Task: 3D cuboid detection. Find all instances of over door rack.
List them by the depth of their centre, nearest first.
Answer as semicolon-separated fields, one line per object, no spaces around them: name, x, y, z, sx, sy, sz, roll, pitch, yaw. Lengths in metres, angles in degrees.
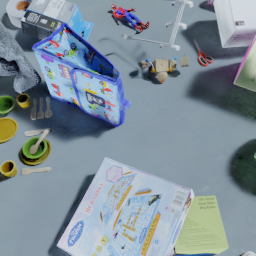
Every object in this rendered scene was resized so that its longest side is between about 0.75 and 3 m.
over door rack;1.022;-3.738;9.833;2.217;0.738;1.638;19;99;21

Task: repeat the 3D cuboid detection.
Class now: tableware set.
tableware set;-3.376;0.099;8.634;1.992;0.454;2.957;-7;58;-4

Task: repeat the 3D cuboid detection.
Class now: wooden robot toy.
wooden robot toy;1.271;-2.030;9.992;1.853;0.816;0.841;-5;93;-4

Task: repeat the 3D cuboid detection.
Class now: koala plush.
koala plush;-4.786;-2.041;9.047;2.728;2.507;2.419;-35;63;-6

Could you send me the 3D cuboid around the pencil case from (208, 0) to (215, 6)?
pencil case;4.303;-5.398;11.935;1.693;0.740;0.740;30;62;18

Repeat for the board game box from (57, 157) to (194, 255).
board game box;-0.056;2.206;6.662;2.486;0.513;2.491;17;67;30

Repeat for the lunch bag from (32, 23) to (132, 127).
lunch bag;-1.104;-1.365;8.492;2.974;2.239;1.399;33;64;19

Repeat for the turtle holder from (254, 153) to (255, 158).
turtle holder;5.005;0.434;7.604;2.573;1.827;1.955;-11;58;-7

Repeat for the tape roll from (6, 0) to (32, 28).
tape roll;-4.191;-4.917;11.744;1.631;0.539;1.631;0;58;-1

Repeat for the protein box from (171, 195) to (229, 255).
protein box;1.610;2.436;6.919;1.236;0.840;1.245;-4;58;-3

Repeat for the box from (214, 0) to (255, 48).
box;4.564;-4.305;10.537;2.044;1.343;2.055;-6;79;-4

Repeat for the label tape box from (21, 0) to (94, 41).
label tape box;-2.638;-4.095;10.800;2.349;0.776;1.683;17;63;-3

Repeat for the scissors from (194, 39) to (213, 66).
scissors;2.729;-2.925;10.742;0.534;0.102;1.460;-22;62;-11

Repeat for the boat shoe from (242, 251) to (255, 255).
boat shoe;2.613;3.578;6.349;0.605;0.592;1.709;32;63;19

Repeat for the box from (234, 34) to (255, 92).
box;5.262;-2.167;8.846;2.823;2.483;1.365;24;61;14

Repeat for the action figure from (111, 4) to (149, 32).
action figure;0.003;-4.678;11.660;1.947;0.503;0.637;38;68;24
